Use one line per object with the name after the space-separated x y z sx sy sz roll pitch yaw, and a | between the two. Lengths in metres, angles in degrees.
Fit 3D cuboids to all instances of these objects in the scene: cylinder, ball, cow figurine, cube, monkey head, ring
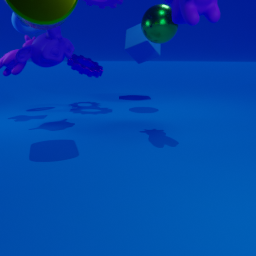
-1.394 -2.198 4.487 1.116 1.116 1.116 -4 16 -16 | cylinder
1.056 -3.452 9.326 1.240 1.240 1.240 0 15 0 | ball
1.260 -2.605 5.400 0.821 1.496 1.472 -10 54 -8 | cow figurine
0.697 -3.922 12.913 1.210 1.210 1.210 -13 -30 32 | cube
-2.083 -2.230 7.334 1.035 1.236 1.718 11 33 34 | monkey head
-3.238 -3.663 9.341 1.261 1.261 0.252 -14 63 -43 | ring
-3.360 -2.237 8.721 1.317 0.723 1.296 3 53 43 | cow figurine

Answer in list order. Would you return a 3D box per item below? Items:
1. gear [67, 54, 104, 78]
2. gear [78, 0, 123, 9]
-1.751 -2.561 11.521 1.486 0.275 1.486 21 27 -12 | gear
-0.985 -4.243 8.514 1.767 0.327 1.767 11 -4 1 | gear
